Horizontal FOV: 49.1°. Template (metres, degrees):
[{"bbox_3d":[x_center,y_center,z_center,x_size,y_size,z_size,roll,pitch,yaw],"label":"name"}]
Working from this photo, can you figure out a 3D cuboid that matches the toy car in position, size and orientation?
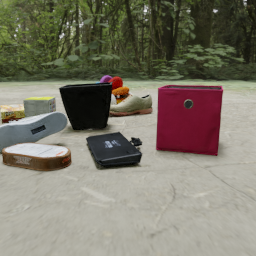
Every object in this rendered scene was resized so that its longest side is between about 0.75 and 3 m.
[{"bbox_3d":[-0.973,-1.889,15.238,2.512,1.884,2.199,10,16,38],"label":"toy car"}]

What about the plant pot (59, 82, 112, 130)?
[{"bbox_3d":[-1.499,-0.885,10.986,1.883,1.670,1.878,-5,13,-1],"label":"plant pot"}]

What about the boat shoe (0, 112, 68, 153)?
[{"bbox_3d":[-2.981,0.035,8.308,2.284,0.844,0.974,-24,14,-20],"label":"boat shoe"}]

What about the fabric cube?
[{"bbox_3d":[1.849,-0.341,8.349,1.761,1.790,1.795,5,13,17],"label":"fabric cube"}]

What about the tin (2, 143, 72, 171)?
[{"bbox_3d":[-2.297,0.690,7.025,1.866,0.391,1.045,5,17,21],"label":"tin"}]

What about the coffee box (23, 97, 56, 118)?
[{"bbox_3d":[-3.743,-0.773,12.014,1.072,1.060,1.070,0,12,1],"label":"coffee box"}]

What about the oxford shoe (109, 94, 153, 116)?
[{"bbox_3d":[-0.024,-1.196,14.011,2.820,1.041,0.998,-8,14,-31],"label":"oxford shoe"}]

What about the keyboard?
[{"bbox_3d":[-0.290,0.537,7.828,1.523,0.325,2.537,-9,14,-13],"label":"keyboard"}]

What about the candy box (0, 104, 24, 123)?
[{"bbox_3d":[-5.233,-0.698,12.891,1.132,0.542,1.962,-5,13,-24],"label":"candy box"}]
